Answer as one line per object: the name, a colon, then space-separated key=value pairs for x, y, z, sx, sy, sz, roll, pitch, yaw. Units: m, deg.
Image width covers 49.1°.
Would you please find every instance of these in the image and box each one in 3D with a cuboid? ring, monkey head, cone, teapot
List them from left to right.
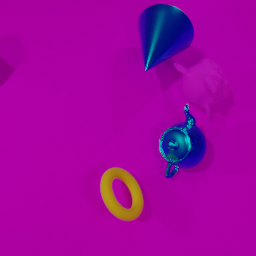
ring: x=-0.117 y=1.443 z=6.200 sx=0.244 sy=1.222 sz=1.222 roll=-36 pitch=71 yaw=30
cone: x=0.697 y=-1.951 z=6.984 sx=1.536 sy=1.536 sz=1.542 roll=21 pitch=61 yaw=7
teapot: x=1.227 y=0.339 z=6.516 sx=1.123 sy=0.884 sz=1.806 roll=25 pitch=102 yaw=40
monkey head: x=1.834 y=-1.006 z=6.894 sx=1.074 sy=1.282 sz=1.782 roll=-31 pitch=95 yaw=33
